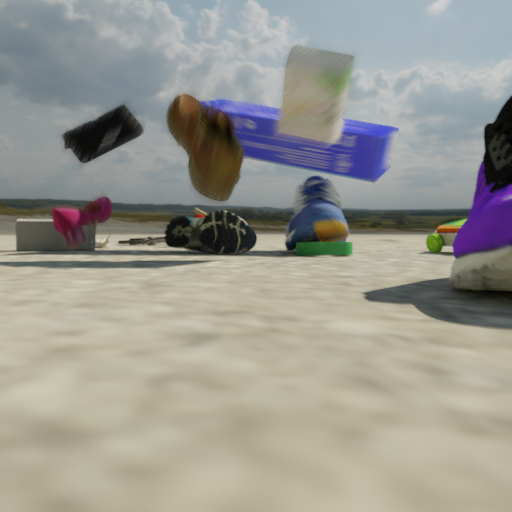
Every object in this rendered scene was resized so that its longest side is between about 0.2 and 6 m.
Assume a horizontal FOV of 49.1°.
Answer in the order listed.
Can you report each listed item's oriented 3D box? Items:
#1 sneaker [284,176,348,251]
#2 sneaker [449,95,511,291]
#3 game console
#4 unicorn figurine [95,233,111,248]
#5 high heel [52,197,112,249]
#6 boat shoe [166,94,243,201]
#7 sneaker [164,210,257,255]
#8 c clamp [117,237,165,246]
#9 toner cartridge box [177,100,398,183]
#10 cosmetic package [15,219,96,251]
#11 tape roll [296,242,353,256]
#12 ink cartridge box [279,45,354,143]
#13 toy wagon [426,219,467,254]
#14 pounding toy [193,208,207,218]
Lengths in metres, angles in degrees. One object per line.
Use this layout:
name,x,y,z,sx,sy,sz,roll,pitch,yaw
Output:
sneaker,1.073,-0.864,10.757,1.193,1.397,3.169,-10,-2,7
sneaker,2.103,-0.561,4.234,1.110,1.588,3.192,2,2,22
game console,-2.520,-1.924,9.230,1.144,1.006,0.666,-32,-25,-17
unicorn figurine,-3.716,-0.316,13.240,0.949,0.351,0.652,-14,11,6
high heel,-3.271,-0.896,10.551,0.569,0.810,1.689,-3,33,21
boat shoe,-0.677,-1.821,8.266,0.847,0.801,2.355,6,40,-34
sneaker,-0.705,-0.389,10.151,1.949,0.756,0.841,7,-5,36
c clamp,-2.808,-0.414,15.903,1.974,0.313,2.311,-4,3,18
toner cartridge box,0.698,-2.593,12.177,4.364,0.942,2.073,14,21,19
cosmetic package,-4.163,-0.439,11.651,1.556,0.702,0.831,2,5,-23
tape roll,1.127,-0.119,9.276,0.934,0.224,0.934,-1,1,0
ink cartridge box,0.920,-2.500,8.786,0.969,0.562,1.338,13,-34,7
toy wagon,3.967,-0.425,10.296,1.696,0.432,2.186,-13,7,-20
pounding toy,-1.233,-0.763,14.694,1.331,1.028,1.445,1,3,14
